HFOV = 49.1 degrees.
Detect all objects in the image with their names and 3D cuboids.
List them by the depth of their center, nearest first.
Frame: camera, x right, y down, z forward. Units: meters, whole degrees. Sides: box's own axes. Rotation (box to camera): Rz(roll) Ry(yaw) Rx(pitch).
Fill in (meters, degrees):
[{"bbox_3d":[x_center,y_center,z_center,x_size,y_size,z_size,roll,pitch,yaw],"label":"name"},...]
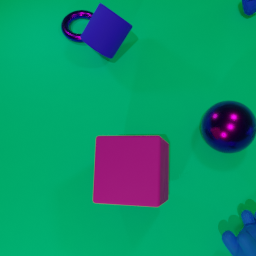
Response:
[{"bbox_3d":[2.741,2.798,5.952,1.645,0.903,1.618,-33,91,-29],"label":"cow figurine"},{"bbox_3d":[0.136,0.936,6.221,1.383,1.383,1.383,-1,81,15],"label":"cube"},{"bbox_3d":[2.543,-0.026,7.106,1.348,1.348,1.348,0,65,0],"label":"ball"},{"bbox_3d":[-0.633,-2.826,8.211,1.139,1.139,1.139,41,108,17],"label":"cylinder"},{"bbox_3d":[4.098,-4.130,9.245,0.584,1.192,0.741,-12,90,22],"label":"teapot"},{"bbox_3d":[-1.552,-3.381,9.255,1.322,0.264,1.322,0,65,0],"label":"ring"}]
